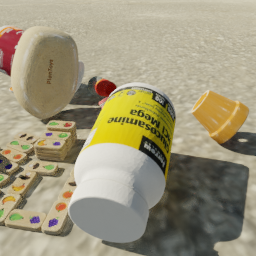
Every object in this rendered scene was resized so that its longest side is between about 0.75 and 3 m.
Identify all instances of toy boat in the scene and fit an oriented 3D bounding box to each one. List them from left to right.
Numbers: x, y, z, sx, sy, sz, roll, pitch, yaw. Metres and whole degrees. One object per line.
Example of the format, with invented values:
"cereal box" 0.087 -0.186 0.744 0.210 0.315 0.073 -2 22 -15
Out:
"toy boat" -1.776 -1.390 7.987 2.924 2.458 1.359 10 9 -31

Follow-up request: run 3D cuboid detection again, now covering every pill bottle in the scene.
"pill bottle" -2.911 -2.114 9.094 2.804 1.584 1.584 24 35 10
"pill bottle" -0.018 0.478 4.932 1.509 1.509 2.684 6 41 11

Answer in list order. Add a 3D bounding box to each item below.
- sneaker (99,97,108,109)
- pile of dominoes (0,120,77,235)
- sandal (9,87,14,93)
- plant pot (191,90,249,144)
"sneaker" -0.197 -0.555 7.473 1.286 0.558 0.474 -14 -7 -41
"pile of dominoes" -1.908 0.724 5.688 2.207 0.451 2.831 4 31 9
"sandal" -3.529 -1.405 9.484 0.971 0.278 0.372 -1 40 -3
"plant pot" 2.078 -0.343 6.595 0.981 1.071 1.071 36 35 -1
